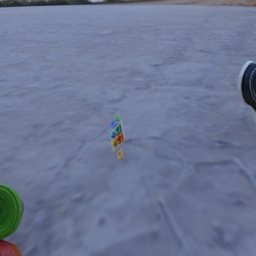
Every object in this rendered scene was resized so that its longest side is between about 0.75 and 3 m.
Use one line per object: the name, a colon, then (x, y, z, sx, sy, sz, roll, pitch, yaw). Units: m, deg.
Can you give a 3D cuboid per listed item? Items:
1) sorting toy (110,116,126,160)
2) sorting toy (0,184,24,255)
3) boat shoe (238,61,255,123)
sorting toy: (-0.264, 0.196, 6.289, 0.145, 0.600, 1.066, 9, 50, -29)
sorting toy: (-1.644, 1.369, 3.665, 0.791, 1.316, 0.540, 8, -4, 18)
boat shoe: (3.305, -0.665, 6.549, 2.452, 0.927, 0.740, 33, -2, -43)
